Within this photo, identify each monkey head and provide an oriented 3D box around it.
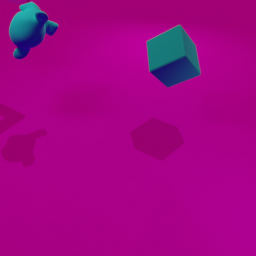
[{"bbox_3d":[-2.360,-2.479,7.143,1.204,1.674,1.008,11,54,-38],"label":"monkey head"}]

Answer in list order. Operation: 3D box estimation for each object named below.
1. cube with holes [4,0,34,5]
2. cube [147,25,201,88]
[{"bbox_3d":[-3.381,-4.146,7.779,1.124,1.124,1.124,26,19,25],"label":"cube with holes"},{"bbox_3d":[1.232,-1.899,7.595,1.037,1.037,1.037,-18,61,31],"label":"cube"}]
